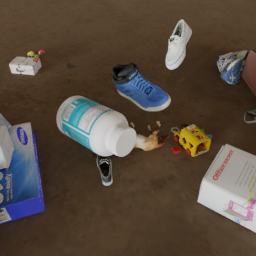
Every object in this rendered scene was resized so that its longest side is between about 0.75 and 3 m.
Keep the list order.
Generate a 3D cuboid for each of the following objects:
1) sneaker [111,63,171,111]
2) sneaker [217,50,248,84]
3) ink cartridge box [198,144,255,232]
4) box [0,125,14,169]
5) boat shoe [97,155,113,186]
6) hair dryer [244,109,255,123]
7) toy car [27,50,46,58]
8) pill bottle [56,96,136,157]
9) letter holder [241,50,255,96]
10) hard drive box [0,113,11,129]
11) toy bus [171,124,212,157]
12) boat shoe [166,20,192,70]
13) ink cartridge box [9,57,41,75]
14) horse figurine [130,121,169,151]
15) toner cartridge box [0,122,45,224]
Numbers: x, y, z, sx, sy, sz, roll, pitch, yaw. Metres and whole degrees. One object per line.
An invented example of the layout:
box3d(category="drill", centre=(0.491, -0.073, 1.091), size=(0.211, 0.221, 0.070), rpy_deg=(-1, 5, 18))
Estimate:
box3d(category="sneaker", centre=(0.307, -1.381, 8.906), size=(0.854, 1.238, 2.225), rpy_deg=(-46, 50, -14))
box3d(category="sneaker", centre=(4.191, -2.546, 11.696), size=(1.079, 0.976, 2.534), rpy_deg=(13, 34, 30))
box3d(category="ink cartridge box", centre=(3.011, 1.514, 6.797), size=(2.153, 0.911, 1.556), rpy_deg=(26, 47, 25))
box3d(category="box", centre=(-3.347, 0.499, 6.984), size=(0.685, 0.799, 0.795), rpy_deg=(-7, 37, -5))
box3d(category="boat shoe", centre=(-0.622, 1.043, 7.744), size=(0.408, 0.401, 1.131), rpy_deg=(-10, 42, -12))
box3d(category="hair dryer", centre=(5.489, -0.801, 9.623), size=(2.177, 0.776, 2.858), rpy_deg=(25, 45, 28))
box3d(category="toy car", centre=(-4.287, -3.428, 13.131), size=(0.855, 0.191, 0.805), rpy_deg=(-11, 42, -12))
box3d(category="pill bottle", centre=(-0.897, -0.017, 8.094), size=(2.372, 1.314, 1.314), rpy_deg=(26, 47, 37))
box3d(category="letter holder", centre=(5.269, -2.097, 10.714), size=(0.928, 1.311, 1.845), rpy_deg=(-2, 40, -2))
box3d(category="hard drive box", centre=(-4.907, 0.101, 7.753), size=(1.962, 0.967, 2.518), rpy_deg=(30, 65, 38))
box3d(category="toy bus", centre=(1.898, 0.226, 8.490), size=(1.308, 0.676, 1.234), rpy_deg=(11, 42, 12))
box3d(category="boat shoe", centre=(1.399, -2.487, 8.270), size=(0.603, 0.547, 1.639), rpy_deg=(-5, 54, 40))
box3d(category="ink cartridge box", centre=(-4.410, -2.685, 12.067), size=(1.062, 0.440, 0.779), rpy_deg=(7, 41, 8))
box3d(category="horse figurine", centre=(0.387, 0.294, 8.543), size=(1.813, 0.453, 1.202), rpy_deg=(6, 52, -2))
box3d(category="toner cartridge box", centre=(-3.138, 1.075, 7.529), size=(1.376, 0.625, 2.896), rpy_deg=(-13, 42, -15))
